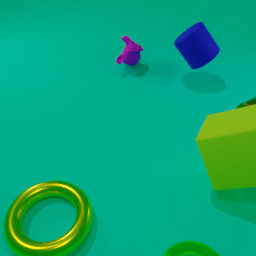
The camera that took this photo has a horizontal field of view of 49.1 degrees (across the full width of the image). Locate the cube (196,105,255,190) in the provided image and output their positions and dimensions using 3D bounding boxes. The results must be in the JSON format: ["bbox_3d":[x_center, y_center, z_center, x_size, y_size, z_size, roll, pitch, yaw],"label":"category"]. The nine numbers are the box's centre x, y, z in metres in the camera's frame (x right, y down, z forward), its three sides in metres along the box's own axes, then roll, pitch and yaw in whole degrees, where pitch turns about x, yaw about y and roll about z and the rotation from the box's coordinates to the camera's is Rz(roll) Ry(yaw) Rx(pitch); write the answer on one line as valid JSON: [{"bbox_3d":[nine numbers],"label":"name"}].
[{"bbox_3d":[2.447,0.412,6.174,1.319,1.319,1.319,-13,19,32],"label":"cube"}]

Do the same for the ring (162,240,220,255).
[{"bbox_3d":[1.250,2.846,5.292,1.426,0.285,1.426,0,47,0],"label":"ring"}]

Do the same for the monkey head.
[{"bbox_3d":[0.030,-2.737,10.026,0.967,0.810,1.344,49,41,6],"label":"monkey head"}]

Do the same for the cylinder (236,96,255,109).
[{"bbox_3d":[3.680,-0.463,8.063,0.812,0.812,0.812,-24,51,-21],"label":"cylinder"}]

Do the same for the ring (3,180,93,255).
[{"bbox_3d":[-1.692,1.916,6.027,1.876,0.375,1.876,1,42,-1],"label":"ring"}]

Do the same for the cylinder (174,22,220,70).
[{"bbox_3d":[2.249,-2.681,9.169,1.096,1.096,1.096,-37,19,15],"label":"cylinder"}]
